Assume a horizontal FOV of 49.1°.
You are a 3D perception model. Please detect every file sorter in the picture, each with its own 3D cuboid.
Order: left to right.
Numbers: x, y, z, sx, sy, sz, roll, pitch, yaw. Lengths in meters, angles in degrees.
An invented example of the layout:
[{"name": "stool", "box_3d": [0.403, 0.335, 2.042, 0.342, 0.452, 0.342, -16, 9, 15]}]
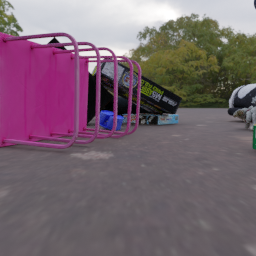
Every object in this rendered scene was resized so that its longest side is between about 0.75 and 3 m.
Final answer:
[{"name": "file sorter", "box_3d": [-0.868, -0.590, 5.009, 1.536, 1.702, 2.449, 5, 6, 24]}]

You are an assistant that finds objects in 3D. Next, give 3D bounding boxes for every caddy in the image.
[{"name": "caddy", "box_3d": [-0.466, -0.148, 7.156, 0.577, 0.429, 0.817, 26, 12, 16]}]

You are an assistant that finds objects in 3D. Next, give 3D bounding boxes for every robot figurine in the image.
[{"name": "robot figurine", "box_3d": [4.815, -0.962, 10.435, 1.735, 1.441, 2.309, 14, 2, -14]}]

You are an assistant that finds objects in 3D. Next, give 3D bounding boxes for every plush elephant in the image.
[{"name": "plush elephant", "box_3d": [3.180, -0.289, 7.256, 0.760, 0.922, 0.714, -10, -10, -24]}]

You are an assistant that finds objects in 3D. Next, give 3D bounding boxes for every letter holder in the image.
[{"name": "letter holder", "box_3d": [-1.882, -1.426, 9.209, 1.258, 2.501, 1.778, -46, 10, -6]}]

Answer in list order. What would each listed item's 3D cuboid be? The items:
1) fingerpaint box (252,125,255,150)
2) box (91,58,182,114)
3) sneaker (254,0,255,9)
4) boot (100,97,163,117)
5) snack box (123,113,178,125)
[{"name": "fingerpaint box", "box_3d": [2.290, 0.166, 3.564, 0.859, 0.378, 1.030, -2, 6, -15]}, {"name": "box", "box_3d": [0.150, -1.309, 9.274, 2.704, 0.599, 2.166, 26, -3, -17]}, {"name": "sneaker", "box_3d": [2.474, -1.839, 4.430, 0.646, 0.552, 1.574, -8, 44, -26]}, {"name": "boot", "box_3d": [0.087, -0.908, 12.037, 2.692, 1.028, 2.262, -5, -2, 31]}, {"name": "snack box", "box_3d": [0.755, -0.324, 9.677, 1.001, 0.320, 1.723, -4, 7, -42]}]
